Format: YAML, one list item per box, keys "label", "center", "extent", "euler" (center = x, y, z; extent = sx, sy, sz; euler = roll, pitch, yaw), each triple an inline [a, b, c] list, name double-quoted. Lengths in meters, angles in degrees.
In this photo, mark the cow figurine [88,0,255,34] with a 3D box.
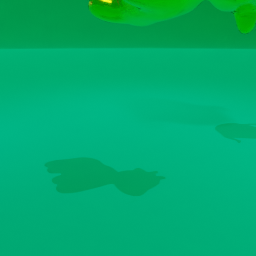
- label: "cow figurine"
  center: [0.591, -1.546, 3.076]
  extent: [1.698, 0.947, 1.726]
  euler: [2, 4, -28]
